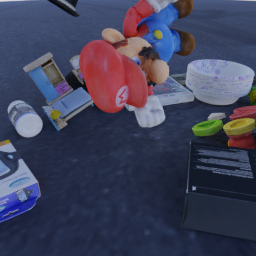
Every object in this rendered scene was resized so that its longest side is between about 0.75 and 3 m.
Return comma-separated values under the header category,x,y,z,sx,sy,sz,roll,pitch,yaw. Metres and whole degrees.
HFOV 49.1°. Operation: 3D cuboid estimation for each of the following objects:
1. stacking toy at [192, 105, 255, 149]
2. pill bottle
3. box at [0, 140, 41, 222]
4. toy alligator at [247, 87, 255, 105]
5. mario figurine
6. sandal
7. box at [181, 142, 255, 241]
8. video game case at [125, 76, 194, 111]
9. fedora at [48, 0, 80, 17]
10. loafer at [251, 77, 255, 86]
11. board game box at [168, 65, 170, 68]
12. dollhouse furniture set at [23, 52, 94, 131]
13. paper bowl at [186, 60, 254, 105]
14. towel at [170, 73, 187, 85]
category,x,y,z,sx,sy,sz,roll,pitch,yaw
stacking toy,3.068,0.101,8.299,1.864,0.870,2.059,-8,15,43
pill bottle,-3.211,-0.325,8.627,0.762,0.762,1.340,-19,34,-28
box,-3.030,1.168,6.366,1.432,0.499,2.406,-21,34,-32
toy alligator,4.680,-1.019,9.957,0.773,0.708,2.608,-3,19,-9
mario figurine,0.441,-1.056,4.049,1.364,1.588,2.573,-29,16,50
sandal,-1.448,-1.325,10.523,2.685,0.605,1.008,36,73,28
box,2.446,1.266,5.677,2.535,1.000,1.789,7,28,11
video game case,0.782,-1.608,11.237,2.631,0.332,2.887,-10,32,-17
fedora,-1.797,-3.566,7.278,1.490,0.680,1.490,30,11,-6
loafer,4.576,-1.818,11.501,1.416,0.515,0.512,-4,37,12
board game box,1.477,-2.990,13.751,0.969,0.168,0.657,-21,37,-32
dollhouse furniture set,-1.983,-1.436,9.057,2.194,1.516,2.324,-35,40,-9
paper bowl,3.332,-1.673,10.407,2.338,1.216,2.338,2,28,-1
towel,2.485,-2.143,12.366,1.033,0.178,0.995,-9,34,-19
